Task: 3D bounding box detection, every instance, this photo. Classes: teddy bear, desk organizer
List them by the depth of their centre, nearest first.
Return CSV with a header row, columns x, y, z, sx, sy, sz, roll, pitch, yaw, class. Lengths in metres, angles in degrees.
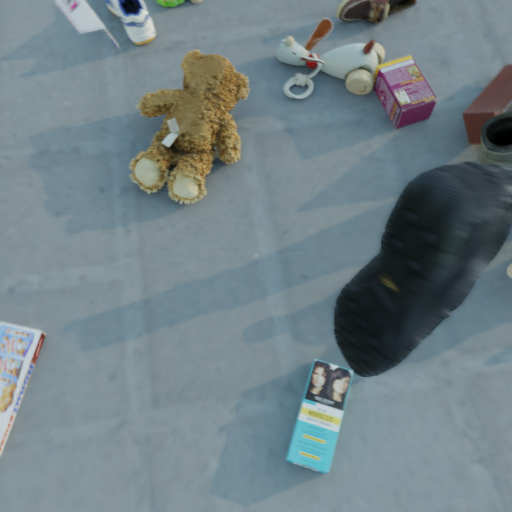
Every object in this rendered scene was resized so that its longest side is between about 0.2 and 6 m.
x,y,z,sx,sy,sz,roll,pitch,yaw,class
-1.140,-2.183,9.801,1.978,0.911,2.728,2,74,9,teddy bear
4.480,-2.737,9.967,0.737,0.686,1.914,11,46,46,desk organizer

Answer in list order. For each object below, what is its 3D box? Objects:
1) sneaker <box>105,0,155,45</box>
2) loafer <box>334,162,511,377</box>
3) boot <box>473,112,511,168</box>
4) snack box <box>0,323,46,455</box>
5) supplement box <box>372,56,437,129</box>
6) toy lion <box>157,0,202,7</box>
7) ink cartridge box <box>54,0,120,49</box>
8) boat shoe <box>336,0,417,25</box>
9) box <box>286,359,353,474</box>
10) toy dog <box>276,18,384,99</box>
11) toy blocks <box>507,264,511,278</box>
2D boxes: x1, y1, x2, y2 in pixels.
x,y,z,sx,sy,sz,roll,pitch,yaw,class
-2.510,-4.999,10.956,0.667,0.781,1.773,-31,69,-11,sneaker
1.655,0.311,5.779,1.100,3.134,1.064,-15,57,-23,loafer
4.805,-1.687,8.767,3.303,2.157,1.118,-18,69,-8,boot
-3.784,1.966,8.250,0.687,0.232,1.910,11,67,5,snack box
2.676,-2.976,10.194,0.718,0.566,1.096,-18,68,-7,supplement box
-1.596,-5.541,11.466,0.996,0.357,1.039,0,66,9,toy lion
-2.420,-3.321,6.961,0.342,1.846,0.874,-39,29,2,ink cartridge box
2.399,-4.916,11.040,1.656,0.598,0.596,-20,67,-15,boat shoe
0.922,2.289,8.043,0.605,0.361,1.470,16,68,7,box
1.417,-3.713,10.288,2.026,0.976,1.336,-4,67,-2,toy dog
5.234,-0.096,8.378,1.936,1.629,1.809,38,71,15,toy blocks
